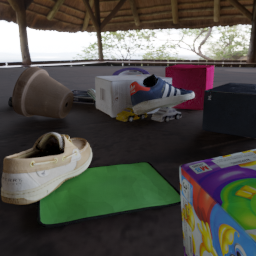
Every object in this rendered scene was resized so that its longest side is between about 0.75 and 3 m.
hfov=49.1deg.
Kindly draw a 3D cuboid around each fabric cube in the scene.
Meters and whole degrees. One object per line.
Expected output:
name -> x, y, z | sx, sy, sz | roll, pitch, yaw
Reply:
fabric cube -> 2.710, -1.849, 12.389 | 1.814, 1.780, 1.808 | 8, 19, 24

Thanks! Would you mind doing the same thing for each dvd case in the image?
dvd case -> -2.310, -1.601, 14.178 | 2.635, 0.326, 1.980 | 9, 17, 25

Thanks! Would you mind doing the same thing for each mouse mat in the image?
mouse mat -> -0.400, 1.050, 4.979 | 2.330, 0.088, 1.875 | -4, 15, -16

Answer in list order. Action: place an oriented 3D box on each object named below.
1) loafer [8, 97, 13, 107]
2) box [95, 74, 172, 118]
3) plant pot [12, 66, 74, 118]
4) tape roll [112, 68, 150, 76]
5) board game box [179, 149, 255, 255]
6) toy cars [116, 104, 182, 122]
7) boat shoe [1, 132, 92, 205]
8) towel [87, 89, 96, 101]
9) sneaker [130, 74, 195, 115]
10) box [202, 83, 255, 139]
loafer -> -4.838, -1.103, 12.144 | 1.248, 0.438, 0.424 | 14, 21, 42
box -> 0.184, -1.390, 11.392 | 2.582, 1.373, 1.966 | -7, 17, -23
plant pot -> -2.933, -1.113, 10.137 | 1.641, 1.882, 1.882 | 20, 19, 9
tape roll -> 0.175, -2.442, 15.029 | 2.030, 0.862, 2.030 | -1, 37, 1
board game box -> 1.456, 1.195, 1.834 | 1.317, 1.340, 2.556 | -10, 17, -11
toy cars -> 0.767, -0.563, 10.007 | 2.373, 0.525, 1.064 | 0, 16, 1
boat shoe -> -1.368, 0.503, 5.255 | 0.909, 0.853, 2.466 | 3, 15, 15
towel -> -0.574, -1.513, 13.094 | 2.327, 0.357, 1.736 | 0, 21, -23
sneaker -> 1.273, -1.359, 10.134 | 2.930, 1.238, 1.098 | -13, -8, -41
box -> 3.663, -0.650, 8.860 | 1.780, 1.284, 2.398 | 11, 19, 36
